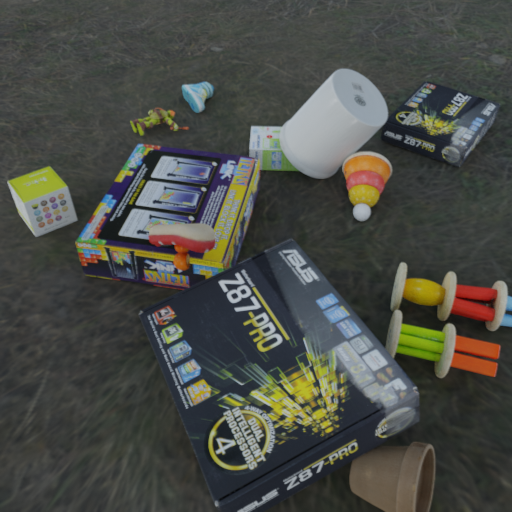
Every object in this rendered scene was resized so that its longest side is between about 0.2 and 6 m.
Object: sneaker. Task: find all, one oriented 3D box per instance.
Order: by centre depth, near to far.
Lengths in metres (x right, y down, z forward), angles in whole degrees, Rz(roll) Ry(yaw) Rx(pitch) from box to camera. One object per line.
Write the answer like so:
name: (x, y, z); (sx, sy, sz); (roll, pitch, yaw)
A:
sneaker: (-1.568, -4.704, 16.413); (0.896, 0.546, 1.373); (-18, 47, -16)

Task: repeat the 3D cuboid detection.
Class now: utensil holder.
utensil holder: (1.816, -3.071, 13.183); (1.741, 2.048, 1.741); (16, 57, -26)

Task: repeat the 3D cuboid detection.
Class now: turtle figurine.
turtle figurine: (-2.699, -3.725, 15.401); (1.297, 0.518, 1.609); (-30, 51, -27)

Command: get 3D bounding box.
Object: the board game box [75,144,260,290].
board game box: (-1.702, -0.922, 12.121); (2.997, 1.028, 3.626); (9, 44, 7)

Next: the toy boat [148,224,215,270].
toy boat: (-1.308, -0.155, 10.003); (1.272, 0.832, 0.830); (1, 5, 40)

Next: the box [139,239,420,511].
box: (0.159, 1.700, 8.906); (3.135, 0.955, 3.889); (-24, 43, -10)

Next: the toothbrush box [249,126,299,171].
toothbrush box: (0.612, -2.735, 14.269); (1.535, 0.661, 1.117); (1, 43, 3)

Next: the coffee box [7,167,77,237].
coffee box: (-4.739, -1.220, 12.444); (0.997, 0.987, 0.998); (-28, 50, -26)

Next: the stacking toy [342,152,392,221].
stacking toy: (2.479, -1.497, 12.875); (1.152, 1.152, 1.576); (9, 59, 9)

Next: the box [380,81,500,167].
box: (5.014, -3.637, 15.191); (2.258, 0.688, 2.801); (28, 50, 23)

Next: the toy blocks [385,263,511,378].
toy blocks: (3.737, 1.249, 9.897); (2.653, 0.963, 2.211); (11, 45, 10)

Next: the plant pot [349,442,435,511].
plant pot: (1.902, 3.140, 7.929); (1.009, 1.157, 1.157); (6, 41, 30)
